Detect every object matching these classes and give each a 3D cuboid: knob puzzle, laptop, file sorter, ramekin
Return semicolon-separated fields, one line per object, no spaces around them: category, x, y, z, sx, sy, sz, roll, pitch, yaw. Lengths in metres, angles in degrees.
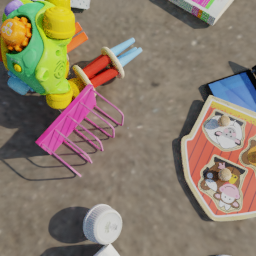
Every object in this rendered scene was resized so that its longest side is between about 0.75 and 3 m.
knob puzzle;2.566;0.846;6.585;3.105;0.431;3.105;-1;76;5
laptop;3.543;-0.790;6.759;1.257;2.434;2.157;-7;68;-44
file sorter;-1.011;0.124;6.544;1.095;1.214;1.747;38;76;8
ramekin;-0.502;2.044;5.904;0.806;0.423;0.806;2;87;-38

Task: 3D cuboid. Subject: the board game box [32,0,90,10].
board game box;-1.867;-4.395;8.027;1.724;0.223;1.724;7;96;-5

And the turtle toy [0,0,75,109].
turtle toy;-2.024;-1.885;6.121;1.504;2.169;2.977;-2;42;-16

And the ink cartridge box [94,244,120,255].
ink cartridge box;-0.285;4.005;5.353;1.999;1.160;2.709;-41;78;-11

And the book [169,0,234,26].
book;1.859;-4.444;8.264;2.771;0.666;1.851;37;78;11

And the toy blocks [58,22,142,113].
toy blocks;-1.182;-1.869;7.276;2.627;0.954;2.190;-36;77;-10
